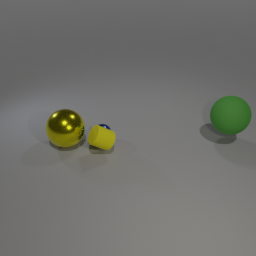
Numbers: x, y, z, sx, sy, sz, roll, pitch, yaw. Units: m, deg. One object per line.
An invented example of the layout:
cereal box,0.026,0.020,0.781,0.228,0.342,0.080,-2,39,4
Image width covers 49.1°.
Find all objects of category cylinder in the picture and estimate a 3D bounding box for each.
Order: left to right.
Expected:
cylinder,-0.904,0.335,9.646,0.700,0.700,0.700,23,18,-32

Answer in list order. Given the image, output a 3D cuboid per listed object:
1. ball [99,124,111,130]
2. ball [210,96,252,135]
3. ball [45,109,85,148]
ball,-0.958,0.188,10.503,0.700,0.700,0.700,0,31,0
ball,3.681,-0.462,10.073,1.400,1.400,1.400,0,31,0
ball,-2.248,0.009,10.102,1.400,1.400,1.400,0,31,0
